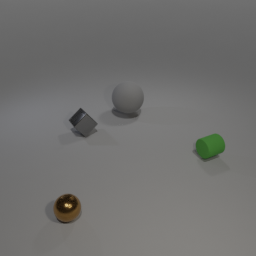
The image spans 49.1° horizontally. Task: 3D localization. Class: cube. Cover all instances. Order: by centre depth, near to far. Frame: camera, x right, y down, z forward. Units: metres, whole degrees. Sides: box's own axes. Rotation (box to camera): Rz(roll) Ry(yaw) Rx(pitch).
[{"bbox_3d":[-1.746,-0.226,10.887,0.700,0.700,0.700,-47,37,-3],"label":"cube"}]

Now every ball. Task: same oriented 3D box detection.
[{"bbox_3d":[-1.548,2.032,7.149,0.700,0.700,0.700,0,29,0],"label":"ball"},{"bbox_3d":[-0.005,-1.324,12.148,1.400,1.400,1.400,0,29,0],"label":"ball"}]

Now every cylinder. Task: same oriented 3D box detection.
[{"bbox_3d":[2.775,0.606,9.449,0.700,0.700,0.700,-16,33,-23],"label":"cylinder"}]
